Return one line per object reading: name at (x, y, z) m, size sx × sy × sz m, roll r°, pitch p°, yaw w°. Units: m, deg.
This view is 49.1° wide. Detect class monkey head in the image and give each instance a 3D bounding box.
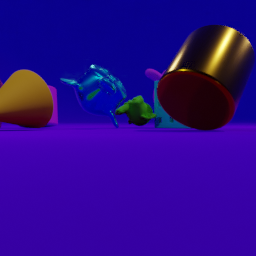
monkey head at (-0.653, -0.743, 6.189) m, size 1.726 × 1.040 × 1.241 m, roll 40°, pitch 10°, yaw -11°
monkey head at (0.171, -0.361, 7.375) m, size 0.918 × 0.769 × 1.277 m, roll -31°, pitch 8°, yaw -27°

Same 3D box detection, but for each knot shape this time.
knot shape at (1.278, -1.428, 9.412) m, size 0.755 × 1.635 × 1.530 m, roll -21°, pitch 19°, yaw 34°

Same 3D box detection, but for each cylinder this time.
cylinder at (1.323, -0.844, 4.758) m, size 1.291 × 1.291 × 1.291 m, roll 24°, pitch -32°, yaw 16°
cylinder at (-2.304, -0.528, 7.150) m, size 0.959 × 0.959 × 0.959 m, roll -4°, pitch -5°, yaw 0°

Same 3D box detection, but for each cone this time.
cone at (-1.995, -0.335, 4.581) m, size 1.077 × 1.077 × 1.081 m, roll 0°, pitch 19°, yaw 26°

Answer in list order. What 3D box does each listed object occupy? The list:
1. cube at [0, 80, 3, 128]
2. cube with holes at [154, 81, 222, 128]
cube at (-3.245, -0.612, 5.997) m, size 0.928 × 0.928 × 0.928 m, roll -1°, pitch 34°, yaw -39°
cube with holes at (1.532, -0.608, 7.180) m, size 1.211 × 1.211 × 1.211 m, roll -1°, pitch 1°, yaw -38°
